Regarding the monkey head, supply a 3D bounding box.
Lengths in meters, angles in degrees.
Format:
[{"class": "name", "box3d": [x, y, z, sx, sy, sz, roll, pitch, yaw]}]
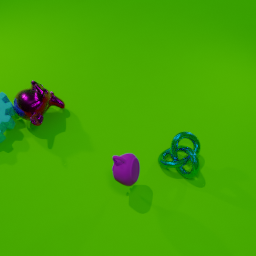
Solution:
[{"class": "monkey head", "box3d": [-2.641, -0.666, 8.302, 1.120, 1.337, 1.858, -56, 41, 2]}]

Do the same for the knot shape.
[{"class": "knot shape", "box3d": [1.326, 0.736, 7.363, 1.130, 0.558, 1.208, -11, 65, 24]}]

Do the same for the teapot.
[{"class": "teapot", "box3d": [-0.069, 0.984, 6.530, 0.597, 1.220, 0.759, 0, 53, 23]}]

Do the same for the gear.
[{"class": "gear", "box3d": [-4.298, -0.248, 8.068, 2.005, 0.371, 2.005, -1, 57, 2]}]
